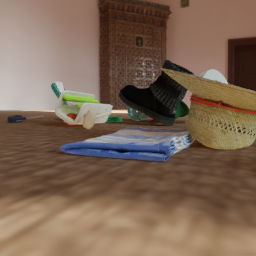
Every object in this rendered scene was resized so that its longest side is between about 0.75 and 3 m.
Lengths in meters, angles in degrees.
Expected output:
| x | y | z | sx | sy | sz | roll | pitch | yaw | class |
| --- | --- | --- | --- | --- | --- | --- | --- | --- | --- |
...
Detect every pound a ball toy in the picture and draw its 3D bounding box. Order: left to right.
| x | y | z | sx | sy | sz | roll | pitch | yaw | class |
| --- | --- | --- | --- | --- | --- | --- | --- | --- | --- |
| -1.377 | -0.438 | 9.724 | 1.613 | 1.051 | 2.474 | 31 | 14 | 18 | pound a ball toy |

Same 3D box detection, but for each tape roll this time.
| x | y | z | sx | sy | sz | roll | pitch | yaw | class |
| --- | --- | --- | --- | --- | --- | --- | --- | --- | --- |
| 3.411 | -1.326 | 11.061 | 2.018 | 2.018 | 0.369 | -4 | -6 | -40 | tape roll |

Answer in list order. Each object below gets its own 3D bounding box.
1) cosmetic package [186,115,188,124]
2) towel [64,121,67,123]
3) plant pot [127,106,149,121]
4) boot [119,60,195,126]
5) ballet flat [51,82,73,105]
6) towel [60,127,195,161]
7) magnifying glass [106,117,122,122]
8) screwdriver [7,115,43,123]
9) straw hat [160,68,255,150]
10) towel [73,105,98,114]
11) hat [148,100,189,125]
| x | y | z | sx | sy | sz | roll | pitch | yaw | class |
| --- | --- | --- | --- | --- | --- | --- | --- | --- | --- |
| 1.830 | -0.099 | 7.297 | 0.401 | 0.475 | 0.889 | -2 | 7 | -6 | cosmetic package |
| -2.181 | -0.332 | 12.073 | 0.993 | 0.160 | 0.948 | 1 | 5 | 3 | towel |
| 0.589 | -0.922 | 13.176 | 1.332 | 1.332 | 1.251 | 2 | 20 | 19 | plant pot |
| 0.972 | -1.535 | 10.106 | 2.728 | 2.040 | 1.027 | 32 | 27 | 31 | boot |
| -2.408 | -1.080 | 10.753 | 0.543 | 1.563 | 0.543 | -24 | 3 | 1 | ballet flat |
| 0.193 | 0.201 | 4.842 | 1.704 | 0.276 | 2.320 | 1 | 5 | 22 | towel |
| -1.138 | -0.342 | 11.885 | 0.965 | 0.272 | 2.425 | 4 | 4 | 34 | magnifying glass |
| -4.453 | -0.409 | 12.472 | 0.341 | 0.356 | 2.446 | 2 | 2 | 16 | screwdriver |
| 1.634 | -0.190 | 4.772 | 2.536 | 1.073 | 2.536 | 13 | 13 | -3 | straw hat |
| -2.441 | -0.844 | 14.595 | 1.577 | 0.380 | 1.350 | 4 | -13 | 41 | towel |
| 1.367 | -0.280 | 11.408 | 2.022 | 1.780 | 1.675 | 33 | -24 | -26 | hat |
